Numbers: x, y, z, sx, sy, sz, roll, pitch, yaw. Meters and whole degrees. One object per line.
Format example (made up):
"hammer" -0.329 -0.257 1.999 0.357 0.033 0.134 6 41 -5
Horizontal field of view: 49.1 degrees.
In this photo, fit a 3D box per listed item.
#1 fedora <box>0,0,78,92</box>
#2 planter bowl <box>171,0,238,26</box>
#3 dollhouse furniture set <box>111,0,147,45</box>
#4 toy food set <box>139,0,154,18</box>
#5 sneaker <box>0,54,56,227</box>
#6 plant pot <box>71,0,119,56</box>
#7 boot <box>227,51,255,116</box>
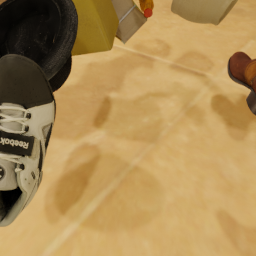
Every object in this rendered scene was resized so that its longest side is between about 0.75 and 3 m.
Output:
"fedora" -1.762 -1.460 5.326 2.347 1.072 2.347 -6 64 13
"planter bowl" 2.115 -3.375 7.048 1.212 1.800 1.800 41 51 8
"dollhouse furniture set" 0.185 -3.869 8.268 2.648 1.323 1.022 -47 26 2
"toy food set" 0.612 -3.942 6.813 1.050 2.199 0.990 13 47 -21
"sneaker" -1.406 0.252 3.497 0.823 2.222 0.983 6 24 -6
"plant pot" -1.192 -2.846 6.858 1.484 1.529 1.494 -4 48 14
"boot" 2.838 -1.586 5.406 0.735 2.147 2.022 13 44 -6
